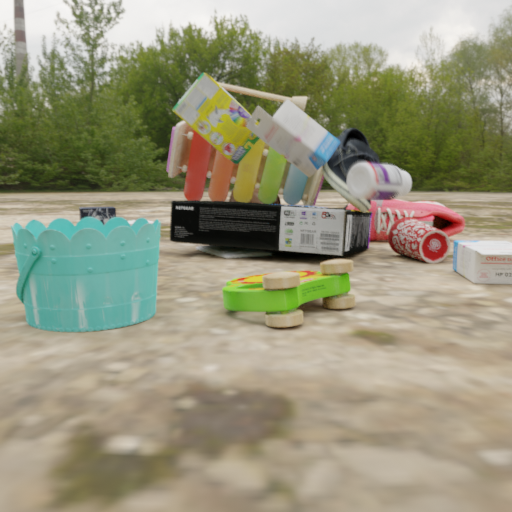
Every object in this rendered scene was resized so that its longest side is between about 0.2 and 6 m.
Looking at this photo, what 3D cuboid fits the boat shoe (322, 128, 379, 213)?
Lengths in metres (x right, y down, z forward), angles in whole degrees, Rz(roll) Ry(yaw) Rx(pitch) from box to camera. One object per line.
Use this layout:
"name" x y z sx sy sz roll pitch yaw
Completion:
"boat shoe" 1.817 -1.695 10.479 1.001 0.835 2.684 37 27 -17

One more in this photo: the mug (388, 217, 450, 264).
"mug" 2.995 -0.271 9.892 0.956 0.719 1.077 -3 12 -11

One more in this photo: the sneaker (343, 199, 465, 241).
"sneaker" 3.262 -0.828 12.369 2.930 1.080 1.271 -2 10 -16

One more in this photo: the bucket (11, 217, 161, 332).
"bucket" -1.744 0.140 5.881 1.564 1.017 1.564 0 8 0

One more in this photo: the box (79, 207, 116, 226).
"box" -3.736 -0.781 13.221 0.807 0.734 0.420 -4 9 -23

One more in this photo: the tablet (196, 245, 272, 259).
"tablet" -0.454 -0.104 10.758 0.969 0.102 1.490 -4 8 -28

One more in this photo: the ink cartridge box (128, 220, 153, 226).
"ink cartridge box" -2.795 -0.625 13.324 0.678 0.393 0.937 -4 9 -27

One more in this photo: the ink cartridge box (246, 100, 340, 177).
"ink cartridge box" 0.641 -2.186 10.065 1.529 0.519 0.880 37 -19 -6

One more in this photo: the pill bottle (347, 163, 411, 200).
"pill bottle" 1.869 -1.103 8.401 0.951 0.530 0.530 -2 8 -35

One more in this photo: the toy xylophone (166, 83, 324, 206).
"toy xylophone" -0.161 -2.207 11.595 3.312 2.425 0.832 6 30 2

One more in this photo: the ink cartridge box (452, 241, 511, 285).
"ink cartridge box" 3.396 0.100 7.976 0.824 0.486 1.432 1 8 5

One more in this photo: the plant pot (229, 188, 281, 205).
"plant pot" 0.004 -1.520 17.037 1.244 1.256 1.256 13 13 30

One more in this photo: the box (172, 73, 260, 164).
"box" -0.674 -2.566 10.606 1.599 0.938 0.387 39 8 -22

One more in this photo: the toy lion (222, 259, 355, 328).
"toy lion" 0.223 0.375 6.352 1.534 0.549 1.600 -2 5 41

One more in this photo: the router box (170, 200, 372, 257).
"router box" 0.360 -0.565 10.652 3.259 0.832 2.431 5 5 21
